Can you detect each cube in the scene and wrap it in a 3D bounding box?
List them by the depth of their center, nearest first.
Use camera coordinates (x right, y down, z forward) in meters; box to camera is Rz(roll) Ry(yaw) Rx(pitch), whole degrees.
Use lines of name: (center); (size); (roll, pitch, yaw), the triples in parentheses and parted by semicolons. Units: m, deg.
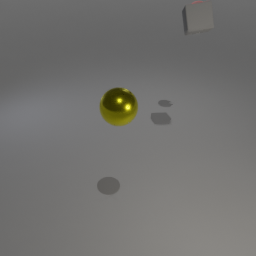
cube: (1.916, -3.009, 7.727); (0.700, 0.700, 0.700); (-8, 10, 5)

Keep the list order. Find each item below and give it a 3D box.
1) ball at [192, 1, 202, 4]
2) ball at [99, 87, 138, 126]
ball: (2.253, -3.725, 9.051); (0.700, 0.700, 0.700); (0, 31, 0)
ball: (-0.165, -0.378, 5.030); (0.700, 0.700, 0.700); (0, 31, 0)
